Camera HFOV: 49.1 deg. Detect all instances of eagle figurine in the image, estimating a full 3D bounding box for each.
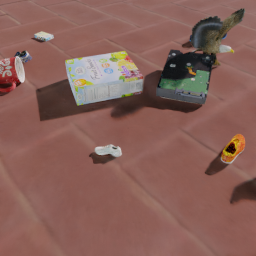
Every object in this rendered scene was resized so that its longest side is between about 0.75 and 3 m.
[{"bbox_3d":[3.447,-3.510,11.145,1.857,2.461,1.867,7,41,11],"label":"eagle figurine"}]

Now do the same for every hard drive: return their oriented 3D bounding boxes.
[{"bbox_3d":[2.243,-2.031,10.743,1.824,0.494,2.611,11,48,12],"label":"hard drive"}]

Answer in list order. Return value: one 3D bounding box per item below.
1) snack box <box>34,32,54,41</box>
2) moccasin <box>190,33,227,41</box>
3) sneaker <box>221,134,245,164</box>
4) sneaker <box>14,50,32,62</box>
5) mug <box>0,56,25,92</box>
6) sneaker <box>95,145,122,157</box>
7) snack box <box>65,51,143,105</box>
[{"bbox_3d":[-4.291,-4.685,14.297,0.875,0.162,0.508,25,47,26],"label":"snack box"},{"bbox_3d":[3.989,-4.769,13.965,2.106,0.718,0.847,-19,44,-21],"label":"moccasin"},{"bbox_3d":[3.061,0.521,7.981,0.458,0.484,1.254,23,44,26],"label":"sneaker"},{"bbox_3d":[-4.616,-3.057,12.252,1.100,0.469,0.424,9,69,41],"label":"sneaker"},{"bbox_3d":[-4.876,-2.060,10.628,1.508,1.006,1.339,-7,39,-3],"label":"mug"},{"bbox_3d":[-0.571,0.602,8.012,0.789,0.316,0.278,5,42,8],"label":"sneaker"},{"bbox_3d":[-0.944,-1.950,10.583,2.486,0.841,2.096,-14,43,-14],"label":"snack box"}]
